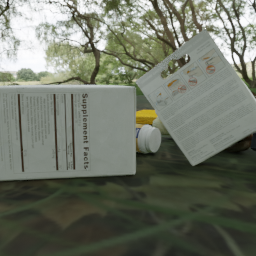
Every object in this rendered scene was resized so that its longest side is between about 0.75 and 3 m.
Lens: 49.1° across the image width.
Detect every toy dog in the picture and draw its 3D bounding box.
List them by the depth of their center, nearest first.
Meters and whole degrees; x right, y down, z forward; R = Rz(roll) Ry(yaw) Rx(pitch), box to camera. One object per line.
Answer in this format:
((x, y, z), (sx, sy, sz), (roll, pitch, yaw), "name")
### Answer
((2.221, -0.248, 7.483), (2.607, 1.876, 2.689), (24, 0, -20), "toy dog")

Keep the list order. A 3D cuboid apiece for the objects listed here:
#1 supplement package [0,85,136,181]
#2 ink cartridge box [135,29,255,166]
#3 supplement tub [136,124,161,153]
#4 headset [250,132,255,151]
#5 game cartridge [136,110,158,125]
((-1.277, -0.024, 5.403), (2.678, 1.604, 1.624), (-1, 9, -9), "supplement package")
((1.397, -0.532, 5.424), (1.667, 2.072, 0.519), (-34, 0, 23), "ink cartridge box")
((0.251, 0.243, 6.730), (0.942, 0.680, 0.680), (5, 10, 34), "supplement tub")
((3.221, 0.266, 4.992), (1.500, 1.142, 2.430), (9, -4, 45), "headset")
((1.348, -0.476, 12.672), (2.338, 0.430, 2.652), (4, 12, 22), "game cartridge")
